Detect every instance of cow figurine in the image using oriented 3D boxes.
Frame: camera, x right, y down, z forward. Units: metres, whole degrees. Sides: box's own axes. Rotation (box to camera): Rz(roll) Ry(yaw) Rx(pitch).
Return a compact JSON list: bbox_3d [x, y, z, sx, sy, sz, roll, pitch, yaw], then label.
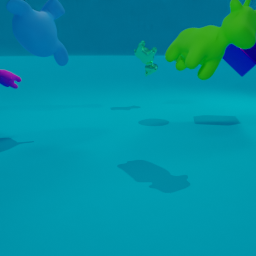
[{"bbox_3d":[0.717,-2.739,11.237,1.195,1.176,0.656,30,40,1],"label":"cow figurine"},{"bbox_3d":[-3.502,-1.448,7.652,0.899,0.494,0.885,18,-10,34],"label":"cow figurine"},{"bbox_3d":[1.574,-1.682,5.243,0.836,1.499,1.523,29,7,-38],"label":"cow figurine"}]

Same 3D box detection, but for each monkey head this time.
[{"bbox_3d":[-2.035,-2.452,6.717,1.375,1.911,1.152,-40,46,1],"label":"monkey head"}]

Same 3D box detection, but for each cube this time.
[{"bbox_3d":[3.969,-2.581,9.292,1.070,1.070,1.070,-42,-8,-10],"label":"cube"}]

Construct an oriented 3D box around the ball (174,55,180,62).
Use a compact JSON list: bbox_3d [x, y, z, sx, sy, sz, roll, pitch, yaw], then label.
[{"bbox_3d":[1.847,-2.509,8.996,0.958,0.958,0.958,0,16,0],"label":"ball"}]
